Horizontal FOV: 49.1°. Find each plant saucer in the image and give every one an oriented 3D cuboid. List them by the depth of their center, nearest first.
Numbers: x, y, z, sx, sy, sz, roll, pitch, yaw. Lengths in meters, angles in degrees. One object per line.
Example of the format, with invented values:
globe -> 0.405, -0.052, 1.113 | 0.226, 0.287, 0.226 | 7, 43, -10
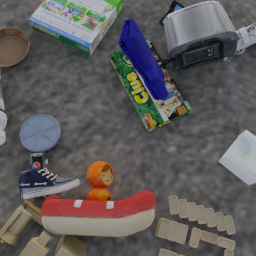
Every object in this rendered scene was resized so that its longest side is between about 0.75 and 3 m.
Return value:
plant saucer -> -4.109, -2.707, 9.591 | 1.551, 0.284, 1.551 | 0, 71, 0

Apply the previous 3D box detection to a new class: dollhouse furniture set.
dollhouse furniture set -> -2.349, 3.164, 6.868 | 2.036, 1.936, 1.659 | 37, 80, -4

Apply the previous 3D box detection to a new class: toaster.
toaster -> 2.156, -2.911, 9.004 | 2.498, 1.419, 1.613 | -14, 66, 13

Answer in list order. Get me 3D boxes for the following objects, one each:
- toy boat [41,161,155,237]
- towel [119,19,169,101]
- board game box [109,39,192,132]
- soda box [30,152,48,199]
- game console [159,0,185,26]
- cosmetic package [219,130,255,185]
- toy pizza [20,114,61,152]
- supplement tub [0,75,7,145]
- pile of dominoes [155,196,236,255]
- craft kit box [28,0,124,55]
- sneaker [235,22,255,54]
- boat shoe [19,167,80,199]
toy boat -> -0.704, 1.760, 7.173 | 2.796, 1.825, 1.827 | 2, 73, 2
towel -> 0.437, -1.899, 7.933 | 0.530, 2.141, 1.581 | -25, 32, 17
board game box -> 0.673, -1.461, 9.139 | 1.553, 0.348, 2.965 | -26, 73, -7
soda box -> -2.561, 1.362, 8.073 | 0.407, 0.454, 1.284 | -6, 71, 0
game console -> 1.699, -3.900, 9.888 | 0.906, 0.781, 0.538 | 40, 48, 12
cosmetic package -> 3.473, 0.862, 8.137 | 1.095, 0.675, 1.099 | 39, 77, 13
toy pizza -> -2.690, 0.161, 8.625 | 1.237, 0.196, 1.237 | 1, 69, -1
supplement tub -> -4.489, -0.712, 8.031 | 1.745, 1.745, 2.487 | -13, 74, -5
pile of dominoes -> 1.874, 2.959, 7.701 | 2.153, 0.343, 1.678 | 19, 71, -2
craft kit box -> -1.791, -4.091, 9.946 | 2.466, 0.598, 2.435 | 27, 75, 9
sneaker -> 4.136, -3.222, 9.238 | 2.221, 1.277, 0.835 | -13, 71, -5
boat shoe -> -2.050, 1.306, 7.164 | 1.540, 0.575, 0.714 | -12, 91, -6
